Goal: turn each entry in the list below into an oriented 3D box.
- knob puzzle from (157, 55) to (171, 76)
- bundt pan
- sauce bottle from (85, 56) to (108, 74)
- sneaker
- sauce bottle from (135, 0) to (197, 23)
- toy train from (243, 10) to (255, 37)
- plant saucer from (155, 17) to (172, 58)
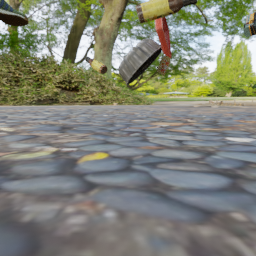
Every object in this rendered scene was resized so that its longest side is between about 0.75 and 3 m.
[{"bbox_3d":[1.436,-2.560,11.128,0.128,0.920,0.920,30,21,29],"label":"knob puzzle"},{"bbox_3d":[0.414,-2.664,10.907,2.068,0.776,2.068,-44,0,0],"label":"bundt pan"},{"bbox_3d":[-1.413,-2.771,12.185,1.265,0.417,0.417,38,27,30],"label":"sauce bottle"},{"bbox_3d":[-3.863,-3.731,8.491,0.642,0.859,1.915,-14,0,27],"label":"sneaker"},{"bbox_3d":[0.927,-2.956,6.799,1.454,0.471,0.471,-12,3,12],"label":"sauce bottle"},{"bbox_3d":[4.318,-3.579,9.487,0.713,0.533,1.251,-8,43,34],"label":"toy train"},{"bbox_3d":[1.226,-3.507,9.955,0.283,1.541,1.538,-10,-30,16],"label":"plant saucer"}]
